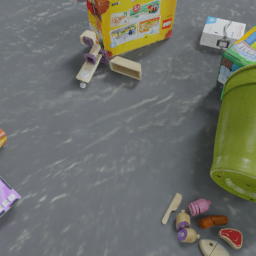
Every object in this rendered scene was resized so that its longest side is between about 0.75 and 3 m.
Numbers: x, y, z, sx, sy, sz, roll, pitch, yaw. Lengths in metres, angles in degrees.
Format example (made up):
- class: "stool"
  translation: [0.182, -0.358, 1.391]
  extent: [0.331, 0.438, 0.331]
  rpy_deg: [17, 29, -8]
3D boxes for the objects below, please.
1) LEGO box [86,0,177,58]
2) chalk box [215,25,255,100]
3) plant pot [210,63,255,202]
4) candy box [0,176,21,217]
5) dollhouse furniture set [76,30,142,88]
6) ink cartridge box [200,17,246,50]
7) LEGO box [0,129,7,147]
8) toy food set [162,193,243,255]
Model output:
- class: "LEGO box"
  translation: [0.152, -3.615, 8.919]
  extent: [2.658, 1.980, 1.026]
  rpy_deg: [-22, 58, -15]
- class: "chalk box"
  translation: [3.505, -1.596, 7.752]
  extent: [2.378, 1.484, 1.474]
  rpy_deg: [-41, 63, -15]
- class: "plant pot"
  translation: [2.982, 0.294, 6.177]
  extent: [2.483, 2.483, 2.391]
  rpy_deg: [23, 70, 15]
- class: "candy box"
  translation: [-3.417, 1.554, 5.782]
  extent: [1.459, 0.622, 1.740]
  rpy_deg: [49, 64, -9]
- class: "dollhouse furniture set"
  translation: [-0.596, -1.682, 8.160]
  extent: [1.842, 1.460, 1.308]
  rpy_deg: [21, 73, 11]
- class: "ink cartridge box"
  translation: [3.361, -3.135, 9.467]
  extent: [1.621, 0.541, 0.939]
  rpy_deg: [16, 57, 11]
- class: "LEGO box"
  translation: [-4.176, 0.411, 6.614]
  extent: [1.455, 0.754, 1.953]
  rpy_deg: [41, 62, -1]
- class: "toy food set"
  translation: [1.687, 2.114, 6.009]
  extent: [1.768, 0.278, 1.124]
  rpy_deg: [27, 60, 17]
